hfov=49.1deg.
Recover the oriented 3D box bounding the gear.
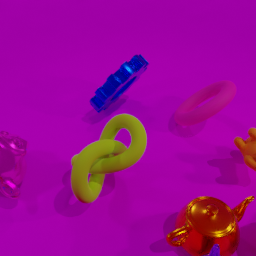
[{"bbox_3d":[-0.226,-1.157,7.394,0.339,1.835,1.835,47,46,1],"label":"gear"}]

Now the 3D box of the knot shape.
[{"bbox_3d":[-0.475,0.589,4.916,0.778,1.683,1.575,45,42,-5],"label":"knot shape"}]

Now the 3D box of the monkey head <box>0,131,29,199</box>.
[{"bbox_3d":[-2.555,0.587,5.243,1.796,1.082,1.292,23,1,40],"label":"monkey head"}]

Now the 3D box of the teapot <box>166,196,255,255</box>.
[{"bbox_3d":[1.304,1.486,4.394,1.620,0.793,1.007,-15,40,-19],"label":"teapot"}]

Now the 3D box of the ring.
[{"bbox_3d":[1.905,-0.629,7.030,1.679,0.336,1.679,-34,13,9],"label":"ring"}]

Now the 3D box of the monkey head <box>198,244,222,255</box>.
[{"bbox_3d":[0.982,1.984,3.434,0.695,1.153,0.830,37,42,28],"label":"monkey head"}]

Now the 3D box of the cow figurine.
[{"bbox_3d":[2.634,0.496,5.589,1.146,0.639,1.165,36,31,-28],"label":"cow figurine"}]
